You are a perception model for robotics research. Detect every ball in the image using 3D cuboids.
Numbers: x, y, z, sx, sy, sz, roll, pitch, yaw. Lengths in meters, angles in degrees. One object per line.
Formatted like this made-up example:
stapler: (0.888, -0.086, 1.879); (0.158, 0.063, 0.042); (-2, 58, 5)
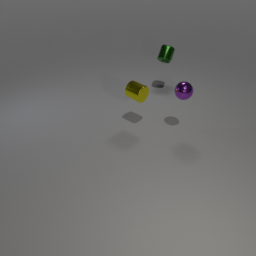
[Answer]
ball: (2.097, -1.397, 10.512); (0.700, 0.700, 0.700); (0, 32, 0)

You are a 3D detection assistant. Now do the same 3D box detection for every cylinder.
cylinder: (0.353, -1.432, 11.015); (0.700, 0.700, 0.700); (30, 43, 32)
cylinder: (1.876, -3.635, 13.812); (0.700, 0.700, 0.700); (19, -2, 1)
